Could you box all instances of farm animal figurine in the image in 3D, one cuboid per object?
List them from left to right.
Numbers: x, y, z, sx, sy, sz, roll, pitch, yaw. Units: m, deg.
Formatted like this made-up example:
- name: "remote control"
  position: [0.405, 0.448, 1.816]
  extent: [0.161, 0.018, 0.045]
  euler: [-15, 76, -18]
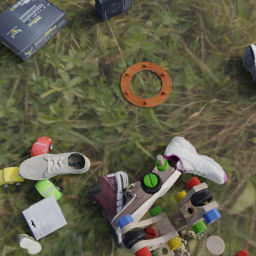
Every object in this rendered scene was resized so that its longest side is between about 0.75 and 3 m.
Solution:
- name: "farm animal figurine"
  position: [1.638, 3.225, 8.477]
  extent: [0.959, 0.597, 1.188]
  euler: [43, 71, -5]

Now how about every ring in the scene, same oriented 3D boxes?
- name: "ring"
  position: [0.676, -1.669, 10.462]
  extent: [1.910, 0.183, 1.910]
  euler: [0, 69, -1]

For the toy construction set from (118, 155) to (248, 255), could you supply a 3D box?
- name: "toy construction set"
  position: [1.223, 2.357, 6.249]
  extent: [2.568, 1.973, 2.142]
  euler: [30, 68, 28]

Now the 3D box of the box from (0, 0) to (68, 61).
- name: "box"
  position: [-3.952, -4.106, 11.118]
  extent: [1.946, 0.630, 2.468]
  euler: [38, 75, 12]

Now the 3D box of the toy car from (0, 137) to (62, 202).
- name: "toy car"
  position: [-2.961, 1.551, 9.091]
  extent: [2.216, 0.494, 2.085]
  euler: [-42, 75, -14]

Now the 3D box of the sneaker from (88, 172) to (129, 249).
- name: "sneaker"
  position: [-0.605, 2.511, 8.706]
  extent: [1.297, 0.850, 2.245]
  euler: [-6, 76, 21]

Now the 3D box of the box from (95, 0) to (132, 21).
- name: "box"
  position: [-0.595, -5.171, 11.313]
  extent: [1.363, 1.011, 0.730]
  euler: [-29, 72, -11]

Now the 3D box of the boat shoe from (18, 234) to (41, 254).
- name: "boat shoe"
  position: [-2.443, 2.874, 6.955]
  extent: [0.304, 0.851, 0.254]
  euler: [-41, 51, -18]

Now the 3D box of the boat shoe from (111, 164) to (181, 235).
- name: "boat shoe"
  position: [0.452, 1.950, 8.325]
  extent: [0.853, 1.030, 2.867]
  euler: [42, 53, 17]

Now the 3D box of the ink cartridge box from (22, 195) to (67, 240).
- name: "ink cartridge box"
  position: [-2.559, 2.746, 8.633]
  extent: [1.016, 0.206, 1.014]
  euler: [-26, 93, -11]

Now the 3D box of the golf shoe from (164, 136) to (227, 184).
- name: "golf shoe"
  position: [2.098, 1.210, 9.015]
  extent: [2.129, 0.802, 0.974]
  euler: [37, 61, 21]

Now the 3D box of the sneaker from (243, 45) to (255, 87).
- name: "sneaker"
  position: [4.965, -2.285, 10.512]
  extent: [0.816, 0.698, 1.874]
  euler: [-14, 78, -15]

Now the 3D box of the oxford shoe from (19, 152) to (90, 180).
- name: "oxford shoe"
  position: [-2.297, 1.161, 8.920]
  extent: [2.214, 0.639, 0.832]
  euler: [-3, 71, -15]
